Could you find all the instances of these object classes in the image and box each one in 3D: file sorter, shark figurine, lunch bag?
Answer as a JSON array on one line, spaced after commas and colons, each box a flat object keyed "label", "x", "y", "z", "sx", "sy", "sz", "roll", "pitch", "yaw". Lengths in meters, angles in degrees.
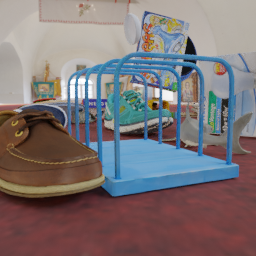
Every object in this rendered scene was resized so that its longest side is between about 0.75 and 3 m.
[{"label": "file sorter", "x": 0.105, "y": -0.166, "z": 3.772, "sx": 1.538, "sy": 1.360, "sz": 2.217, "roll": -4, "pitch": 8, "yaw": -24}, {"label": "shark figurine", "x": 1.308, "y": -0.073, "z": 5.259, "sx": 1.300, "sy": 0.908, "sz": 2.176, "roll": -1, "pitch": 4, "yaw": -2}, {"label": "lunch bag", "x": -1.564, "y": -0.385, "z": 9.958, "sx": 0.754, "sy": 0.443, "sz": 0.618, "roll": -1, "pitch": 1, "yaw": -24}]

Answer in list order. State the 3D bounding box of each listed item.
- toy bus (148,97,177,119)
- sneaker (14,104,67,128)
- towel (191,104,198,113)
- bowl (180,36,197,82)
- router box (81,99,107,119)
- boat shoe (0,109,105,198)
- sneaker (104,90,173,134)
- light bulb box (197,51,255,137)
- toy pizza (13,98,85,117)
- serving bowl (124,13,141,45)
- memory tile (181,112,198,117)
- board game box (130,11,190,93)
[{"label": "toy bus", "x": 1.212, "y": -0.884, "z": 12.287, "sx": 1.814, "sy": 0.938, "sz": 1.712, "roll": 5, "pitch": 8, "yaw": 36}, {"label": "sneaker", "x": -2.102, "y": 0.013, "z": 4.688, "sx": 2.175, "sy": 0.762, "sz": 1.180, "roll": -9, "pitch": 3, "yaw": -14}, {"label": "towel", "x": 4.106, "y": -0.929, "z": 13.617, "sx": 1.776, "sy": 0.462, "sz": 2.680, "roll": 0, "pitch": 7, "yaw": 6}, {"label": "bowl", "x": 1.723, "y": -3.052, "z": 11.296, "sx": 2.504, "sy": 2.504, "sz": 0.492, "roll": -3, "pitch": -12, "yaw": -26}, {"label": "router box", "x": -1.121, "y": -0.730, "z": 11.137, "sx": 1.573, "sy": 0.384, "sz": 1.412, "roll": -2, "pitch": -16, "yaw": -17}, {"label": "boat shoe", "x": -1.103, "y": 0.183, "z": 3.122, "sx": 0.839, "sy": 0.788, "sz": 2.332, "roll": -5, "pitch": 8, "yaw": -39}, {"label": "sneaker", "x": 0.078, "y": -0.439, "z": 7.340, "sx": 1.095, "sy": 1.125, "sz": 2.826, "roll": -4, "pitch": 8, "yaw": -30}, {"label": "light bulb box", "x": 2.851, "y": -0.809, "z": 6.859, "sx": 1.969, "sy": 1.951, "sz": 1.228, "roll": 4, "pitch": 6, "yaw": 42}, {"label": "toy pizza", "x": -2.761, "y": -0.658, "z": 9.681, "sx": 2.502, "sy": 0.397, "sz": 2.502, "roll": -10, "pitch": -6, "yaw": -1}, {"label": "serving bowl", "x": 0.182, "y": -3.060, "z": 8.658, "sx": 0.307, "sy": 0.934, "sz": 0.934, "roll": -14, "pitch": 11, "yaw": -19}, {"label": "memory tile", "x": 3.407, "y": -0.685, "z": 14.008, "sx": 2.035, "sy": 0.171, "sz": 1.560, "roll": 0, "pitch": 6, "yaw": -2}, {"label": "board game box", "x": 1.072, "y": -2.543, "z": 9.437, "sx": 1.624, "sy": 2.400, "sz": 0.413, "roll": 11, "pitch": -4, "yaw": -8}]
